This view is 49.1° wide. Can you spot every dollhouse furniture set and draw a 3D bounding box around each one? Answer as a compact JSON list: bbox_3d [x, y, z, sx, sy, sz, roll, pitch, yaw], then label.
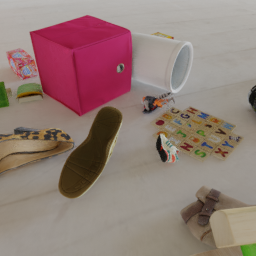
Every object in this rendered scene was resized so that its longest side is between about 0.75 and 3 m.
[{"bbox_3d":[-4.120,-1.524,10.332,1.801,0.904,1.180,-12,39,-15],"label":"dollhouse furniture set"}]

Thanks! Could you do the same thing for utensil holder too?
[{"bbox_3d":[1.070,-2.552,10.810,2.266,1.925,1.925,21,42,27],"label":"utensil holder"}]

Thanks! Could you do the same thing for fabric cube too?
[{"bbox_3d":[-1.596,-2.357,10.147,2.513,2.466,2.505,31,47,34],"label":"fabric cube"}]

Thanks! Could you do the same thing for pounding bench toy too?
[{"bbox_3d":[1.461,2.623,3.187,1.823,2.934,2.289,-8,37,-11],"label":"pounding bench toy"}]

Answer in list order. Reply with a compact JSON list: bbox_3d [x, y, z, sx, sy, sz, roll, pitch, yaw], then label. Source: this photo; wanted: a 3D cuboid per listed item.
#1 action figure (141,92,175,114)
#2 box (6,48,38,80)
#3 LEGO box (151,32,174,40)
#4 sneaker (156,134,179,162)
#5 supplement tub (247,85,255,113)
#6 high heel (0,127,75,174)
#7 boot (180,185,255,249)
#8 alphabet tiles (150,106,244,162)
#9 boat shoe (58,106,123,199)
[{"bbox_3d":[1.013,-0.980,9.773,1.188,0.642,1.228,2,29,29],"label":"action figure"},{"bbox_3d":[-4.597,-2.791,12.110,0.744,0.776,1.558,-24,44,-29],"label":"box"},{"bbox_3d":[1.724,-4.658,14.851,0.843,0.437,1.131,-30,46,-33],"label":"LEGO box"},{"bbox_3d":[1.154,0.602,8.051,0.516,0.388,1.103,10,33,-16],"label":"sneaker"},{"bbox_3d":[4.680,-0.738,9.245,0.971,0.971,1.586,-1,38,-1],"label":"supplement tub"},{"bbox_3d":[-2.806,0.732,7.199,2.040,1.022,2.862,8,28,20],"label":"high heel"},{"bbox_3d":[2.271,1.785,6.143,2.115,0.743,1.547,-25,42,-31],"label":"boot"},{"bbox_3d":[2.144,0.082,8.894,2.655,0.084,2.210,28,46,32],"label":"alphabet tiles"},{"bbox_3d":[-0.843,0.676,7.144,0.946,0.848,2.556,26,67,11],"label":"boat shoe"}]
